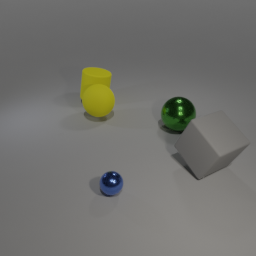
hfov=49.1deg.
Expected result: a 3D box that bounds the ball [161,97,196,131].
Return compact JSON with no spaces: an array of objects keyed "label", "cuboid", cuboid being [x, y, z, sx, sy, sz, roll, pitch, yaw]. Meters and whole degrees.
[{"label":"ball","cuboid":[2.025,-0.563,11.265,1.400,1.400,1.400,0,30,0]}]

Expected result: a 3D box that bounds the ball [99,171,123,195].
[{"label":"ball","cuboid":[-0.481,1.602,8.164,0.700,0.700,0.700,0,30,0]}]

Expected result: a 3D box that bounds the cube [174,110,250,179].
[{"label":"cube","cuboid":[2.605,0.515,8.858,1.400,1.400,1.400,-17,59,-30]}]

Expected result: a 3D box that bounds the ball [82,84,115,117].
[{"label":"ball","cuboid":[-1.261,-1.177,12.040,1.400,1.400,1.400,0,30,0]}]

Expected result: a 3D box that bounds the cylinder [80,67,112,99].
[{"label":"cylinder","cuboid":[-1.578,-2.077,13.648,1.400,1.400,1.400,8,28,-4]}]
